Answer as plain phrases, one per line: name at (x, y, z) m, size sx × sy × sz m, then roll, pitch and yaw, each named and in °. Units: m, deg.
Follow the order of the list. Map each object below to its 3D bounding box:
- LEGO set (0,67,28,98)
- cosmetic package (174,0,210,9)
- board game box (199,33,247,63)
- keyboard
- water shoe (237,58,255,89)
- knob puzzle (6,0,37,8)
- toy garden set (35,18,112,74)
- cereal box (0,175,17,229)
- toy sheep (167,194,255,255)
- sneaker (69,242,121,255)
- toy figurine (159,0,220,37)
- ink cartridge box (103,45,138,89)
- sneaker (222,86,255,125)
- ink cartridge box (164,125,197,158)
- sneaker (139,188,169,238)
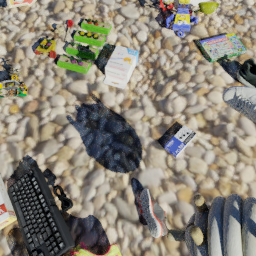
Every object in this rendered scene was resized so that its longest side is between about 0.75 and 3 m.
LEGO set at (-3.921, -1.500, 8.888) m, size 1.458 × 1.121 × 0.845 m, roll -8°, pitch 76°, yaw 4°
cosmetic package at (2.489, -6.256, 11.387) m, size 1.647 × 1.637 × 1.968 m, roll -24°, pitch 63°, yaw -14°
board game box at (3.459, -2.953, 10.270) m, size 1.436 × 0.209 × 0.966 m, roll -17°, pitch 62°, yaw -10°
keyboard at (-2.088, 2.013, 6.877) m, size 1.473 × 0.315 × 2.453 m, roll -36°, pitch 55°, yaw -4°
water shoe at (4.585, -1.462, 9.004) m, size 2.157 × 0.851 × 0.771 m, roll 30°, pitch 64°, yaw 17°
knob puzzle at (-2.723, -4.051, 7.653) m, size 0.222 × 1.598 × 1.598 m, roll 27°, pitch 63°, yaw 21°
toy garden set at (-2.019, -3.298, 10.294) m, size 2.103 × 0.503 × 2.523 m, roll 16°, pitch 61°, yaw 9°
cereal box at (-4.004, 1.782, 7.197) m, size 1.608 × 0.442 × 2.235 m, roll -32°, pitch 63°, yaw -7°
toy sheep at (1.755, 1.820, 4.694) m, size 2.299 × 1.585 × 1.585 m, roll -3°, pitch 55°, yaw 30°
sneaker at (-1.197, 3.131, 6.235) m, size 2.340 × 0.915 × 1.057 m, roll -3°, pitch 68°, yaw -14°
toy figurine at (2.253, -4.098, 10.763) m, size 2.224 × 1.173 × 1.332 m, roll 7°, pitch 88°, yaw 7°
ink cartridge box at (-0.251, -2.101, 9.601) m, size 0.822 × 0.484 × 1.428 m, roll 17°, pitch 61°, yaw 10°
sneaker at (1.978, -0.310, 4.366) m, size 1.202 × 0.438 × 0.509 m, roll 30°, pitch 38°, yaw 31°
ink cartridge box at (1.553, 0.388, 8.282) m, size 0.453 × 0.213 × 0.964 m, roll 37°, pitch 66°, yaw 21°
sneaker at (0.688, 2.164, 7.180) m, size 0.527 × 0.496 × 1.287 m, roll 8°, pitch 48°, yaw -32°
